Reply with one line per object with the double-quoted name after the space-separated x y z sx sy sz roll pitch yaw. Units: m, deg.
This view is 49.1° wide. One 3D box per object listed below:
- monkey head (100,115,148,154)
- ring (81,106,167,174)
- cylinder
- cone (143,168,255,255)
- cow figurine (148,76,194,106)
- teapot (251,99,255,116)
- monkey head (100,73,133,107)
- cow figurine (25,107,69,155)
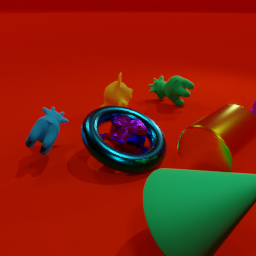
-0.082 0.274 6.590 1.471 0.886 1.058 20 33 13 "monkey head"
-0.074 0.200 6.507 2.066 0.413 2.066 14 38 -11 "ring"
1.766 0.289 5.350 1.185 1.185 1.185 -28 36 -35 "cylinder"
1.221 0.916 3.649 1.467 1.462 1.462 -37 1 36 "cone"
1.464 -1.430 9.868 1.501 1.525 0.837 34 75 11 "cow figurine"
4.031 -0.465 8.111 1.583 0.775 0.984 -13 64 -2 "teapot"
-0.380 -0.989 9.082 0.889 1.475 1.061 31 26 -7 "monkey head"
-1.859 -0.044 6.576 0.719 1.309 1.288 29 63 -13 "cow figurine"
